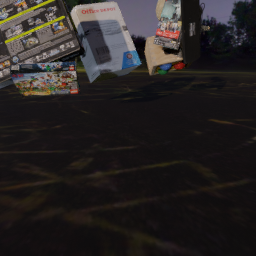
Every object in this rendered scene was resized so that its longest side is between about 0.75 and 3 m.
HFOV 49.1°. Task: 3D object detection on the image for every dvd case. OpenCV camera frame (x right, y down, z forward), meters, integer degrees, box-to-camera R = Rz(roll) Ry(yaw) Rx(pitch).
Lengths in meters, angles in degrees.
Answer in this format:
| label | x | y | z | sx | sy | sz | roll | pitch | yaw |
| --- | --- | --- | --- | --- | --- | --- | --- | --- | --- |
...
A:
| label | x | y | z | sx | sy | sz | roll | pitch | yaw |
| --- | --- | --- | --- | --- | --- | --- | --- | --- | --- |
| dvd case | 1.316 | -3.162 | 8.274 | 0.168 | 1.530 | 1.117 | 3 | 20 | -34 |

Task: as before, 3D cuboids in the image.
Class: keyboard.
| label | x | y | z | sx | sy | sz | roll | pitch | yaw |
| --- | --- | --- | --- | --- | --- | --- | --- | --- | --- |
| keyboard | 1.745 | -2.803 | 7.887 | 0.965 | 1.853 | 0.367 | -25 | 33 | -30 |

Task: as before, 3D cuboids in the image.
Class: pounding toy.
| label | x | y | z | sx | sy | sz | roll | pitch | yaw |
| --- | --- | --- | --- | --- | --- | --- | --- | --- | --- |
| pounding toy | 1.895 | -2.826 | 10.058 | 2.296 | 1.196 | 2.613 | -12 | -2 | 0 |

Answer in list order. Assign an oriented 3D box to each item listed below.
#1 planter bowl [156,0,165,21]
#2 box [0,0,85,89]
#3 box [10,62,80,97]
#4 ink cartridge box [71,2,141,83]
| label | x | y | z | sx | sy | sz | roll | pitch | yaw |
| --- | --- | --- | --- | --- | --- | --- | --- | --- | --- |
| planter bowl | 1.602 | -4.413 | 10.697 | 1.219 | 1.219 | 0.821 | 5 | 43 | 19 |
| box | -2.952 | -2.662 | 7.792 | 2.899 | 2.322 | 0.642 | -22 | 0 | 5 |
| box | -2.145 | -1.271 | 7.459 | 1.617 | 0.305 | 1.105 | -4 | -24 | -6 |
| ink cartridge box | -1.008 | -3.572 | 11.714 | 2.069 | 2.852 | 1.194 | -21 | 0 | -31 |
